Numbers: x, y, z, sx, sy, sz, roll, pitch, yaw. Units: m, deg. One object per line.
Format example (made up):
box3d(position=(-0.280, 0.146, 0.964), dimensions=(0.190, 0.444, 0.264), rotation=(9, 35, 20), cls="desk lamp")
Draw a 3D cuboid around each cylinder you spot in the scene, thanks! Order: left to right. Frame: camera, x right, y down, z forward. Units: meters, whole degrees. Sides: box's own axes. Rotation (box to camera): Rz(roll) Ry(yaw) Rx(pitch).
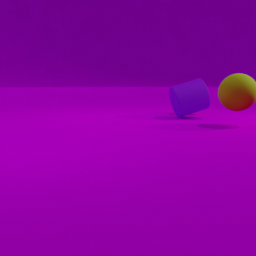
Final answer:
box3d(position=(2.375, -1.169, 10.902), dimensions=(1.229, 1.229, 1.229), rotation=(-18, 11, -3), cls="cylinder")

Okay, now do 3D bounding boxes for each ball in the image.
box3d(position=(3.447, -1.115, 8.803), dimensions=(1.178, 1.178, 1.178), rotation=(0, 9, 0), cls="ball")
